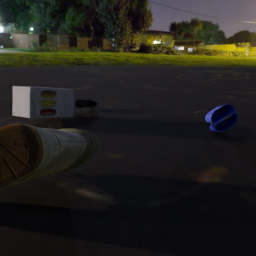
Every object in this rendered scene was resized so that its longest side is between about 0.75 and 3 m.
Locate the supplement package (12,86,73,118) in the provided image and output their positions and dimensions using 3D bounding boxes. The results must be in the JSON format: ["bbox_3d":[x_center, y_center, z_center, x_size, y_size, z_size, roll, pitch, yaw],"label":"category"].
[{"bbox_3d":[-2.510,-0.771,8.371,0.862,0.895,1.574,8,9,35],"label":"supplement package"}]

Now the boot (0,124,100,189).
[{"bbox_3d":[-1.740,0.477,4.181,2.294,0.827,1.774,-15,-5,19],"label":"boot"}]

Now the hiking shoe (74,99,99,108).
[{"bbox_3d":[-1.508,-0.914,10.103,0.895,0.339,0.451,-1,-10,-37],"label":"hiking shoe"}]

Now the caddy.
[{"bbox_3d":[2.440,-0.254,7.249,0.849,0.600,0.446,-30,5,-16],"label":"caddy"}]
